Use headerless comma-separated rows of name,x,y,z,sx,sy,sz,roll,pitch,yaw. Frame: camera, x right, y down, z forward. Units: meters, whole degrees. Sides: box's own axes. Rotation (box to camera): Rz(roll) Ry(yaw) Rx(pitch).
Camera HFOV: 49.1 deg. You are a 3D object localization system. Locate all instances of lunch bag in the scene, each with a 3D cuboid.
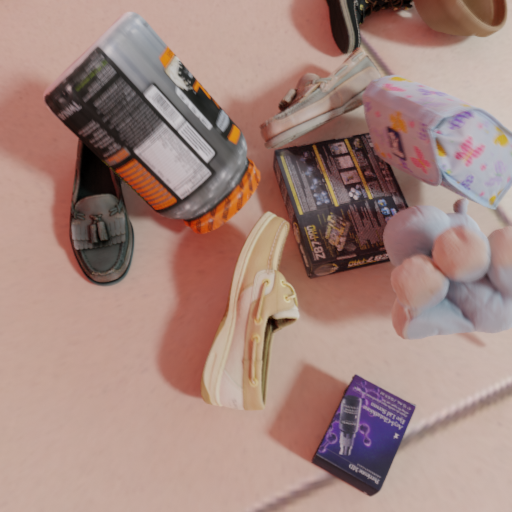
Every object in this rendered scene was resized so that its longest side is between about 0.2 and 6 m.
lunch bag,2.721,-1.793,8.509,1.365,2.147,1.821,-57,38,14

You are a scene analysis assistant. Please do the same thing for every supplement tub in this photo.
supplement tub,-1.413,-1.835,8.329,3.010,1.844,1.844,46,62,-27

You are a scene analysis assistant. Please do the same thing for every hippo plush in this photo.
hippo plush,2.820,-0.065,7.633,2.448,1.950,1.968,6,43,-10

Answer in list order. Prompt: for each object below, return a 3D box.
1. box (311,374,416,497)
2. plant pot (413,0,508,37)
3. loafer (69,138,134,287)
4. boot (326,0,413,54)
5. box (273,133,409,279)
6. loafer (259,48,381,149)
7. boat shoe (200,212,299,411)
box,1.414,2.370,7.420,0.916,0.646,1.238,25,64,12
plant pot,3.837,-5.215,11.015,2.279,1.052,2.279,12,70,-35
loafer,-2.608,-0.934,9.062,1.038,0.908,2.888,-10,62,-5
boot,2.403,-5.135,11.394,1.799,0.860,2.382,-3,62,-5
box,1.448,-0.898,9.245,1.859,0.566,2.307,-12,63,-9
loafer,1.066,-2.735,9.571,3.094,1.112,0.973,-33,101,-36
boat shoe,0.123,0.783,7.965,1.001,1.066,2.893,12,74,15
